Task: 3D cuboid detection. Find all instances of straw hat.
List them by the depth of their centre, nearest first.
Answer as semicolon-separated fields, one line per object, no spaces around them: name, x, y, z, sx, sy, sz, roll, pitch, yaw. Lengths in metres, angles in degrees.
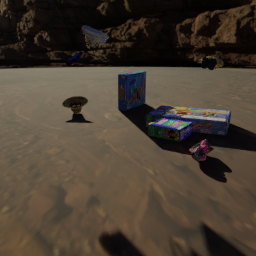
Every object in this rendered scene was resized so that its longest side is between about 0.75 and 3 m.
straw hat;-2.427;-0.980;13.131;1.291;0.546;1.291;-1;32;1

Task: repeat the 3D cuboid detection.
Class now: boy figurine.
boy figurine;3.044;-2.389;10.256;0.893;0.463;1.437;16;17;21

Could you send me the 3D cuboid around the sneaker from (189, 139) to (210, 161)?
sneaker;1.912;0.664;7.782;0.519;0.430;1.089;-16;4;32

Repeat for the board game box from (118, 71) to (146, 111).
board game box;0.246;-1.980;14.507;0.523;1.769;2.326;8;17;27

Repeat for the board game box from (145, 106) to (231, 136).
board game box;2.414;-0.370;11.034;2.987;0.515;2.022;7;17;23

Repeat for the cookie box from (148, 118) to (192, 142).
cookie box;1.456;0.036;9.689;1.223;0.460;1.046;10;20;33

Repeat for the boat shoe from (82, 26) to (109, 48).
boat shoe;-1.549;-3.909;12.338;0.714;0.824;1.933;34;19;10

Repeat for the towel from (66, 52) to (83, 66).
towel;-2.068;-2.705;10.965;0.567;0.190;0.768;-21;27;23
